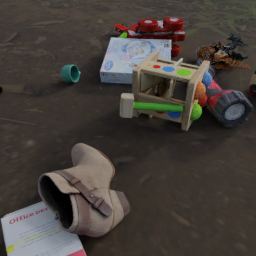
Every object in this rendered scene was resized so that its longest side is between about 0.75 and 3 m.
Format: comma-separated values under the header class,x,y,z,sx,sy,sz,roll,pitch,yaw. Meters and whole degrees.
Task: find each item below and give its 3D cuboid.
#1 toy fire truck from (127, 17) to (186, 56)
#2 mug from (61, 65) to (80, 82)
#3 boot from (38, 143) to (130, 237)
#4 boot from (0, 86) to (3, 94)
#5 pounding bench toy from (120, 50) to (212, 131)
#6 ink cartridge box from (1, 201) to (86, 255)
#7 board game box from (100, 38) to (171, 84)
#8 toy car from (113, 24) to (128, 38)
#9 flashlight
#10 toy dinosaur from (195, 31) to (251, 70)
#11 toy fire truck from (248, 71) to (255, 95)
class,x,y,z,sx,sy,sz,roll,pitch,yaw
toy fire truck,1.171,-4.090,12.006,2.503,1.403,2.102,-5,38,-6
mug,-2.025,-1.874,9.828,0.452,0.731,0.600,1,73,21
boot,-0.944,0.998,5.267,2.288,0.804,1.673,44,17,33
boot,-4.760,-1.242,9.102,0.906,0.412,1.078,27,39,37
pounding bench toy,1.092,-0.838,7.681,1.897,1.511,2.432,18,41,21
ink cartridge box,-1.373,2.025,4.657,1.091,0.627,1.503,-16,41,-22
board game box,0.370,-2.533,10.452,2.416,0.527,2.428,5,46,5
toy car,0.001,-4.322,13.122,1.977,0.441,1.860,12,39,16
flashlight,2.709,-1.221,8.625,0.983,0.987,2.904,4,37,-11
toy dinosaur,3.683,-2.704,10.774,1.592,1.198,2.345,-31,64,-14
toy fire truck,4.618,-1.353,9.075,1.274,1.448,0.931,12,81,19
